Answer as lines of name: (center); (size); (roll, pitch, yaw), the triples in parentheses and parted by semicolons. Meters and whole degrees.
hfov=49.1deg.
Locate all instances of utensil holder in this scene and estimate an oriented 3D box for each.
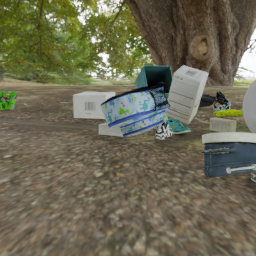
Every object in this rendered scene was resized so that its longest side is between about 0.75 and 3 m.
utensil holder: (5.009, -0.752, 8.316); (2.353, 2.353, 2.769); (11, 17, 44)

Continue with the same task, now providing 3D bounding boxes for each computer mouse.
computer mouse: (4.049, -1.630, 15.613); (2.713, 0.715, 1.879); (-9, 18, 15)

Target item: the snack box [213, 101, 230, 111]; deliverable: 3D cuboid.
snack box: (5.177, -1.224, 15.456); (0.867, 0.504, 0.161); (5, 11, 25)

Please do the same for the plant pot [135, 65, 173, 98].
plant pot: (1.512, -2.593, 18.093); (1.850, 1.849, 2.618); (-3, -14, -20)

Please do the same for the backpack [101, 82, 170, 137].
backpack: (0.224, -0.466, 8.127); (1.744, 1.282, 1.596); (-15, -3, -44)

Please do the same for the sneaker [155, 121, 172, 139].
sneaker: (1.176, -0.044, 8.936); (0.385, 0.627, 0.964); (17, 20, 34)

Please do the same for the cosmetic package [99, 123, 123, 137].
cosmetic package: (-0.469, 0.048, 9.278); (0.897, 0.364, 0.506); (3, 9, 23)

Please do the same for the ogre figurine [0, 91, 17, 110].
ogre figurine: (-6.892, -1.556, 15.808); (1.720, 1.031, 0.844); (4, 8, 13)

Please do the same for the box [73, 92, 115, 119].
box: (-1.544, -1.125, 13.390); (1.558, 1.088, 2.046); (2, 11, 9)

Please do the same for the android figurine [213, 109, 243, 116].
android figurine: (4.746, -0.719, 13.171); (1.366, 0.280, 1.243); (1, 7, 28)

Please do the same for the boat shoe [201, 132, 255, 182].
boat shoe: (2.591, 0.587, 5.093); (2.737, 0.846, 1.025); (6, -8, -22)

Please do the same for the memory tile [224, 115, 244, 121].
memory tile: (4.917, -0.460, 12.632); (1.070, 0.090, 0.820); (-7, 13, -30)

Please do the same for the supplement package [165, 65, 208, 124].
supplement package: (2.323, -1.340, 11.254); (1.116, 1.902, 1.112); (23, 38, 19)

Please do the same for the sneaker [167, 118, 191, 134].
sneaker: (1.661, -0.056, 9.519); (0.470, 0.483, 1.213); (-5, 13, -25)

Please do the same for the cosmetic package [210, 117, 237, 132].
cosmetic package: (3.311, -0.093, 9.798); (0.319, 0.452, 0.874); (-8, 14, -36)
